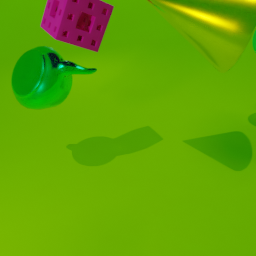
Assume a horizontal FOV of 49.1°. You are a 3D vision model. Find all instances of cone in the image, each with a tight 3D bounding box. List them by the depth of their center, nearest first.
[{"bbox_3d":[0.993,-1.915,4.465,1.676,1.670,1.670,16,35,0],"label":"cone"}]

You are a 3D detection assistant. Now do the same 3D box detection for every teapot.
[{"bbox_3d":[-1.575,-0.949,5.542,2.008,1.249,0.983,-14,-19,30],"label":"teapot"}]

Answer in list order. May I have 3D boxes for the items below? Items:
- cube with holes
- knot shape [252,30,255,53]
[{"bbox_3d":[-0.908,-1.941,4.889,0.820,0.820,0.820,6,27,-39],"label":"cube with holes"},{"bbox_3d":[3.591,-2.278,6.400,1.842,1.723,0.851,21,-2,-27],"label":"knot shape"}]
